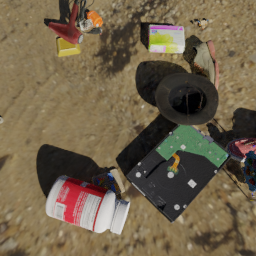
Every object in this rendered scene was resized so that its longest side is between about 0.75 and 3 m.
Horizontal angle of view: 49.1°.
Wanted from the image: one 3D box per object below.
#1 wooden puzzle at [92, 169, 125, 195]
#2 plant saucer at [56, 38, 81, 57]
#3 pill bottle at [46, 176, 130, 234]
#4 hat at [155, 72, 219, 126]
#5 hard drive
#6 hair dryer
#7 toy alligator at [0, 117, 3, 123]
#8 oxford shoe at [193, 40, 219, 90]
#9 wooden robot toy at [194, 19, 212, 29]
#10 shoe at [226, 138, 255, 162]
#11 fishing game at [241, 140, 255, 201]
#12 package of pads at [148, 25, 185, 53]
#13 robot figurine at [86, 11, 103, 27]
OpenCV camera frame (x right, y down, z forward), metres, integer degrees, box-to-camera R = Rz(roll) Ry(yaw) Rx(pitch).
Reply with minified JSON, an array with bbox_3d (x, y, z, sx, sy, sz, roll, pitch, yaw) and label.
[{"bbox_3d":[-0.632,1.786,8.929,0.880,0.204,0.815,-19,65,-9],"label":"wooden puzzle"},{"bbox_3d":[-2.464,-3.400,11.447,0.928,0.225,0.928,-11,65,-6],"label":"plant saucer"},{"bbox_3d":[-1.125,2.264,8.125,2.202,1.236,1.236,16,65,7],"label":"pill bottle"},{"bbox_3d":[1.990,-0.918,9.862,2.212,0.892,2.212,1,73,-4],"label":"hat"},{"bbox_3d":[1.626,1.263,8.959,2.009,0.544,2.876,41,73,17],"label":"hard drive"},{"bbox_3d":[-2.102,-4.171,10.966,2.249,0.611,1.713,-13,97,19],"label":"hair dryer"},{"bbox_3d":[-5.018,0.410,9.368,0.670,0.613,2.260,22,66,10],"label":"toy alligator"},{"bbox_3d":[2.969,-2.339,10.705,0.848,0.814,2.298,-8,57,11],"label":"oxford shoe"},{"bbox_3d":[3.209,-4.396,11.954,0.787,0.347,0.357,-10,100,-5],"label":"wooden robot toy"},{"bbox_3d":[4.450,0.552,9.049,2.329,1.060,0.832,1,64,1],"label":"shoe"},{"bbox_3d":[3.736,1.309,8.566,0.287,1.320,1.843,-1,81,1],"label":"fishing game"},{"bbox_3d":[1.553,-3.604,11.385,1.471,0.502,1.136,2,64,1],"label":"package of pads"},{"bbox_3d":[-1.409,-4.599,11.765,0.568,0.460,0.789,-41,79,-13],"label":"robot figurine"}]
